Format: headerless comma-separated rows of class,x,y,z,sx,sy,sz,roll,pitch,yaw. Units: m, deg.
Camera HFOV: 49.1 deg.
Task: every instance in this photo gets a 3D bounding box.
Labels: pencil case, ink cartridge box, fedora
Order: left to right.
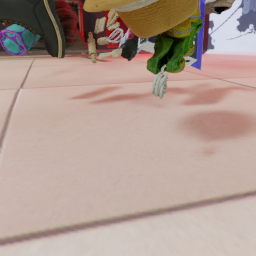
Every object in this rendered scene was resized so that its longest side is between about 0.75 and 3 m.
pencil case,-3.516,-3.541,9.834,0.957,1.039,2.248,-29,31,44
fedora,0.429,-2.214,4.653,2.453,1.001,2.453,-20,36,15
ink cartridge box,1.648,-3.488,8.907,2.723,2.697,0.591,10,-9,-33

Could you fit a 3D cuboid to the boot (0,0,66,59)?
boot,-3.095,-3.107,8.179,2.045,2.957,1.145,-26,52,-17

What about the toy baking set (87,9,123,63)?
toy baking set,-0.739,-2.835,8.754,0.248,2.130,1.634,16,-35,-38

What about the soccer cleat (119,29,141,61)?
soccer cleat,0.468,-3.629,10.402,0.996,1.231,2.852,29,-26,-17

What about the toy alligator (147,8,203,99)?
toy alligator,0.759,-1.515,5.195,0.689,0.950,2.866,17,43,17

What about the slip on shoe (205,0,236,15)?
slip on shoe,3.126,-4.230,9.796,0.651,0.519,1.712,11,2,-20
